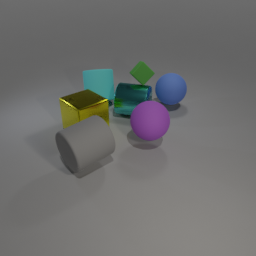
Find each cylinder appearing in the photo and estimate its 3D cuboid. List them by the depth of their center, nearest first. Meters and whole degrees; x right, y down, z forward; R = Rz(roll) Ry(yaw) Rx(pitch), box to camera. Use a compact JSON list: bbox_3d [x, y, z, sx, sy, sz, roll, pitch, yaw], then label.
[{"bbox_3d":[-1.354,0.489,8.907,1.400,1.400,1.400,-28,41,-30],"label":"cylinder"},{"bbox_3d":[0.243,-1.220,12.205,1.400,1.400,1.400,8,32,13],"label":"cylinder"},{"bbox_3d":[-1.358,-1.992,13.103,1.400,1.400,1.400,-4,9,1],"label":"cylinder"}]

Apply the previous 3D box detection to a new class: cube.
[{"bbox_3d":[-1.708,-0.541,11.111,1.400,1.400,1.400,-24,39,-34],"label":"cube"},{"bbox_3d":[0.582,-2.318,11.797,0.700,0.700,0.700,-47,17,7],"label":"cube"}]

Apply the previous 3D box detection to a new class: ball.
[{"bbox_3d":[0.778,-0.256,9.870,1.400,1.400,1.400,0,32,0],"label":"ball"},{"bbox_3d":[1.916,-1.742,12.521,1.400,1.400,1.400,0,32,0],"label":"ball"}]
